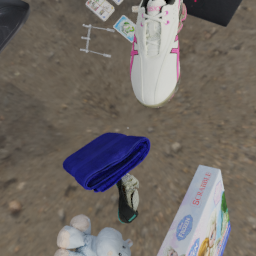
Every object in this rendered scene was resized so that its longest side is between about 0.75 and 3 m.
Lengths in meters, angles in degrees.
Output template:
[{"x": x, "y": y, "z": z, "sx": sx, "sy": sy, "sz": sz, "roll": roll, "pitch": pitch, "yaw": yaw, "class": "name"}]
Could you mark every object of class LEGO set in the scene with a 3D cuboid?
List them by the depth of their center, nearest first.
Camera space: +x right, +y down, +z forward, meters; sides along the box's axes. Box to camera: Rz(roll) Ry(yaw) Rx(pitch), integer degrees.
[{"x": 0.194, "y": -3.152, "z": 7.523, "sx": 2.137, "sy": 0.525, "sz": 1.596, "roll": 40, "pitch": 89, "yaw": 2, "class": "LEGO set"}]

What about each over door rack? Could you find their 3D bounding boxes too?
[{"x": -0.710, "y": -1.914, "z": 6.099, "sx": 0.800, "sy": 0.267, "sz": 0.591, "roll": 20, "pitch": 110, "yaw": 28, "class": "over door rack"}]

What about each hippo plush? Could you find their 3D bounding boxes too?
[{"x": -0.515, "y": 2.116, "z": 4.578, "sx": 1.019, "sy": 1.268, "sz": 1.010, "roll": -1, "pitch": 35, "yaw": 30, "class": "hippo plush"}]

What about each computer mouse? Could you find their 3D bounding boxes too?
[{"x": -2.870, "y": -1.615, "z": 5.345, "sx": 1.865, "sy": 0.710, "sz": 2.693, "roll": 4, "pitch": 61, "yaw": 44, "class": "computer mouse"}]

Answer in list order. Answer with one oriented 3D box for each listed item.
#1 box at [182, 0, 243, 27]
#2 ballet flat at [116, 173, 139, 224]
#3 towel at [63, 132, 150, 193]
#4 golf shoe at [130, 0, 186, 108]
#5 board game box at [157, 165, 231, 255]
[{"x": 2.073, "y": -3.884, "z": 6.093, "sx": 1.632, "sy": 2.670, "sz": 1.416, "roll": 18, "pitch": 56, "yaw": -1, "class": "box"}, {"x": 0.019, "y": 1.350, "z": 6.017, "sx": 0.481, "sy": 0.478, "sz": 1.407, "roll": -36, "pitch": 41, "yaw": 25, "class": "ballet flat"}, {"x": -0.479, "y": 0.622, "z": 5.523, "sx": 1.400, "sy": 1.896, "sz": 0.470, "roll": -33, "pitch": 106, "yaw": -19, "class": "towel"}, {"x": 0.437, "y": -1.584, "z": 4.851, "sx": 0.910, "sy": 1.155, "sz": 2.507, "roll": 0, "pitch": 69, "yaw": 21, "class": "golf shoe"}, {"x": 1.036, "y": 1.712, "z": 4.086, "sx": 0.344, "sy": 1.666, "sz": 1.670, "roll": 8, "pitch": 48, "yaw": 35, "class": "board game box"}]
